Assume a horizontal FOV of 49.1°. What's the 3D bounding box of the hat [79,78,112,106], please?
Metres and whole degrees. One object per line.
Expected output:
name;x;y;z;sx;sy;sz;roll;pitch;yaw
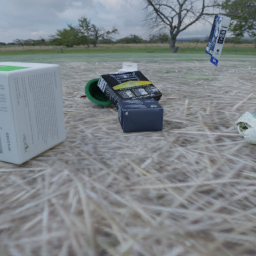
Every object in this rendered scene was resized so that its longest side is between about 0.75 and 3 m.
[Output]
hat;-1.583;-1.490;15.346;1.820;1.934;2.197;0;54;-17

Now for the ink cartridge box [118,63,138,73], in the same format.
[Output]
ink cartridge box;-0.020;-2.996;17.072;1.076;1.868;0.634;10;21;27

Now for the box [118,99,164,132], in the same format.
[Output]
box;0.466;-0.551;11.449;1.605;0.958;1.632;-3;19;-8

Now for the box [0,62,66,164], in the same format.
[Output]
box;-3.816;-0.652;9.051;2.716;2.729;2.338;7;19;22

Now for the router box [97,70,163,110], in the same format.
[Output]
router box;0.123;-1.976;14.491;2.717;0.710;2.136;-15;54;-38

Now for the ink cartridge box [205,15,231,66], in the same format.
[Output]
ink cartridge box;2.648;-2.622;8.426;0.275;1.403;0.698;5;25;-7

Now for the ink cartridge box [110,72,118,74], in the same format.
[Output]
ink cartridge box;-0.256;-3.051;18.340;1.936;1.134;0.652;1;19;2

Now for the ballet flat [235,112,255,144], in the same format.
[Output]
ballet flat;4.483;0.148;10.001;0.938;0.938;2.614;2;17;5
